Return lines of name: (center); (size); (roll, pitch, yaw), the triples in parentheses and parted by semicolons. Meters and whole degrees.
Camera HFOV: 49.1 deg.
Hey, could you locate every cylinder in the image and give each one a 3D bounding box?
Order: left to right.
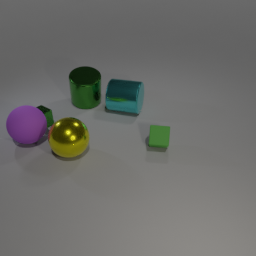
cylinder: (-1.906, -1.809, 12.615); (1.400, 1.400, 1.400); (3, 48, -3)
cylinder: (-0.112, -1.388, 12.214); (1.400, 1.400, 1.400); (8, 34, 13)

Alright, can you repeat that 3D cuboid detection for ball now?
ball: (-3.679, -0.123, 10.196); (1.400, 1.400, 1.400); (0, 33, 0)
ball: (-2.025, 0.324, 9.622); (1.400, 1.400, 1.400); (0, 33, 0)

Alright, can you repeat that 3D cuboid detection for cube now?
cube: (-3.537, -0.412, 11.380); (0.700, 0.700, 0.700); (24, 41, 32)
cube: (1.118, 0.317, 10.022); (0.700, 0.700, 0.700); (5, -10, 6)
